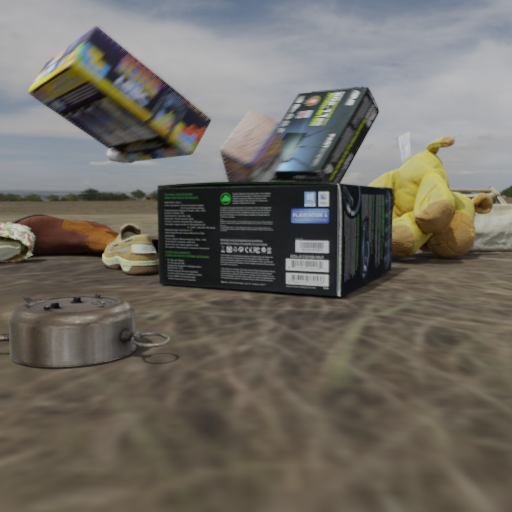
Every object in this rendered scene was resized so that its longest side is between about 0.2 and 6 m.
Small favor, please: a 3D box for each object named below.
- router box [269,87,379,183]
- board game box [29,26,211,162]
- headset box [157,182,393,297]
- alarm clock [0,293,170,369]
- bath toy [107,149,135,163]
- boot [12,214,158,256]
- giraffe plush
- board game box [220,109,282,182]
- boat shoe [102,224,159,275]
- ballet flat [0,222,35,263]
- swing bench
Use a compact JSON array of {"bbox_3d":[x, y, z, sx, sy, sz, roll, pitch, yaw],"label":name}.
[{"bbox_3d":[1.481,-2.894,14.136,2.192,2.925,0.909,9,-30,41],"label":"router box"},{"bbox_3d":[-2.393,-2.570,9.539,2.253,0.773,2.726,36,-15,-32],"label":"board game box"},{"bbox_3d":[0.461,-0.352,8.186,2.585,1.377,2.969,3,6,26],"label":"headset box"},{"bbox_3d":[-1.229,0.538,4.129,1.325,0.441,0.894,5,7,21],"label":"alarm clock"},{"bbox_3d":[-3.185,-3.046,14.065,0.676,1.830,0.796,27,-38,-27],"label":"bath toy"},{"bbox_3d":[-3.446,-0.197,11.260,2.550,0.873,2.401,14,5,38],"label":"boot"},{"bbox_3d":[3.458,-0.812,11.113,2.187,2.697,2.328,35,-28,-30],"label":"giraffe plush"},{"bbox_3d":[-0.066,-2.093,11.767,0.704,1.159,1.454,28,-20,17],"label":"board game box"},{"bbox_3d":[-2.069,-0.158,9.309,0.721,0.766,2.011,-5,7,-31],"label":"boat shoe"},{"bbox_3d":[-5.057,-0.179,9.825,2.341,0.885,0.748,-8,34,-34],"label":"ballet flat"},{"bbox_3d":[5.062,-0.860,12.950,1.709,1.115,1.719,-1,22,-10],"label":"swing bench"}]
